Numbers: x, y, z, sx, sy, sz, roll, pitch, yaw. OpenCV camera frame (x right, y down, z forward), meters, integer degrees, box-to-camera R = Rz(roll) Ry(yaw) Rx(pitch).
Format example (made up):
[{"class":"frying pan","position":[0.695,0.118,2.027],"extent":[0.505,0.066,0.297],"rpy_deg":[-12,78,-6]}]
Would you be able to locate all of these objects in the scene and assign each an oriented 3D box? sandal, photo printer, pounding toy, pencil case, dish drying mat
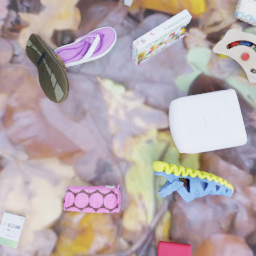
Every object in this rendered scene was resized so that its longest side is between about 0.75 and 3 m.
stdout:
[{"class":"sandal","position":[-2.802,-2.198,10.149],"extent":[1.206,0.805,2.951],"rpy_deg":[-47,65,26]},{"class":"photo printer","position":[2.678,-0.209,9.764],"extent":[2.428,0.843,2.020],"rpy_deg":[-9,80,-2]},{"class":"pounding toy","position":[4.472,-2.540,10.273],"extent":[2.646,1.518,1.513],"rpy_deg":[24,109,13]},{"class":"pencil case","position":[-1.192,2.324,9.353],"extent":[1.919,0.871,0.899],"rpy_deg":[-1,111,-1]},{"class":"dish drying mat","position":[1.435,5.272,9.129],"extent":[1.126,0.267,2.933],"rpy_deg":[5,81,2]},{"class":"sandal","position":[-1.584,-2.988,10.350],"extent":[2.610,0.641,1.062],"rpy_deg":[-29,82,-5]},{"class":"sandal","position":[2.074,1.933,9.361],"extent":[2.725,1.083,1.186],"rpy_deg":[11,83,11]}]

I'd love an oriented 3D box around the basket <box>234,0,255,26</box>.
[{"class":"basket","position":[4.685,-4.701,10.360],"extent":[1.334,1.052,1.513],"rpy_deg":[25,112,4]}]

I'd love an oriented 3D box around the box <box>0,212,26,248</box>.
[{"class":"box","position":[-3.971,3.438,9.481],"extent":[0.744,0.187,1.030],"rpy_deg":[14,79,2]}]

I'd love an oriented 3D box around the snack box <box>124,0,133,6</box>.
[{"class":"snack box","position":[0.184,-5.344,10.698],"extent":[0.282,0.757,1.065],"rpy_deg":[23,80,4]}]

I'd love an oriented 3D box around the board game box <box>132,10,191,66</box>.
[{"class":"board game box","position":[1.150,-3.183,10.009],"extent":[2.189,1.382,0.379],"rpy_deg":[-33,81,-5]}]
